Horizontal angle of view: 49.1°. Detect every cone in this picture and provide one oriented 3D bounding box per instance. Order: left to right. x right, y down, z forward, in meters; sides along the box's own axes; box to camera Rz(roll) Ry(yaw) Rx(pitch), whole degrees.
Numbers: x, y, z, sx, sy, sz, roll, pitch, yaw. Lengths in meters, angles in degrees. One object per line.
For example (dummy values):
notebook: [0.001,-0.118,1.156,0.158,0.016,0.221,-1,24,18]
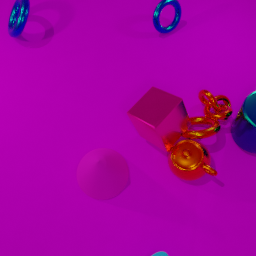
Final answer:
cone: [-0.727,1.055,7.445,1.511,1.517,1.511,0,70,-1]

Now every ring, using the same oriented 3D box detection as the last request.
ring: [-3.704,-3.766,9.472,0.293,1.463,1.463,13,63,-39]
ring: [1.342,-3.820,9.554,1.181,1.181,0.236,-34,45,-12]
ring: [2.038,-0.027,8.162,1.277,1.277,0.255,-12,112,-5]

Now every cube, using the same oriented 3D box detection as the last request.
cube: [0.860,-0.255,7.623,1.108,1.108,1.108,-46,46,-13]

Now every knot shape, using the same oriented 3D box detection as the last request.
knot shape: [2.603,-0.718,8.475,1.176,0.581,1.257,43,34,15]

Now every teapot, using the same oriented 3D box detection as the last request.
teapot: [1.624,0.796,7.816,1.934,0.947,1.203,32,81,27]

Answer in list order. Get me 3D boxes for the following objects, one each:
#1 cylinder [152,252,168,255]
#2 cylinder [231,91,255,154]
cylinder: [0.825,3.423,6.475,0.756,0.756,0.756,-39,97,-13]
cylinder: [3.773,-0.155,7.924,1.373,1.373,1.373,-2,62,4]
